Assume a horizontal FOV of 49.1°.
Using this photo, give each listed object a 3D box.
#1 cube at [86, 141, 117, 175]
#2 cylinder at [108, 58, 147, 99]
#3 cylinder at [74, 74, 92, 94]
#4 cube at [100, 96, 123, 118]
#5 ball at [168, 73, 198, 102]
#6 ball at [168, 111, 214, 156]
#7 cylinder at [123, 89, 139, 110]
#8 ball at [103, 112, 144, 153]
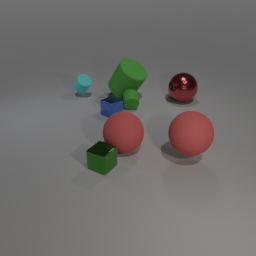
[{"bbox_3d":[-0.809,0.931,8.800,0.700,0.700,0.700,16,32,26],"label":"cube"},{"bbox_3d":[-0.030,-2.304,13.211,1.400,1.400,1.400,18,47,-21],"label":"cylinder"},{"bbox_3d":[-2.221,-2.160,13.720,0.700,0.700,0.700,13,60,-22],"label":"cylinder"},{"bbox_3d":[-0.703,-0.905,12.160,0.700,0.700,0.700,22,36,35],"label":"cube"},{"bbox_3d":[2.603,-1.919,13.304,1.400,1.400,1.400,0,29,0],"label":"ball"},{"bbox_3d":[1.963,0.165,8.731,1.400,1.400,1.400,0,29,0],"label":"ball"},{"bbox_3d":[0.133,-1.303,12.689,0.700,0.700,0.700,-2,47,-4],"label":"cylinder"},{"bbox_3d":[-0.155,0.145,9.460,1.400,1.400,1.400,0,29,0],"label":"ball"}]
